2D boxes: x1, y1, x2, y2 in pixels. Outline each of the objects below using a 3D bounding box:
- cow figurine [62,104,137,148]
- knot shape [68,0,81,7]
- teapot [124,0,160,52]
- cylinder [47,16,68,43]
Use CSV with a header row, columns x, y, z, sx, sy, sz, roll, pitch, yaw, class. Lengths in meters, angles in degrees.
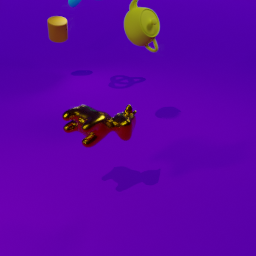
x,y,z,sx,sy,sz,roll,pitch,yaw,class
-0.470,-0.121,5.192,1.174,0.644,1.155,31,44,30,cow figurine
-1.545,-4.898,9.553,1.754,0.811,1.641,-41,62,-20,knot shape
0.391,-2.681,7.184,0.977,1.572,0.769,-38,23,-33,teapot
-2.994,-4.212,11.969,0.812,0.812,0.812,4,48,-5,cylinder
